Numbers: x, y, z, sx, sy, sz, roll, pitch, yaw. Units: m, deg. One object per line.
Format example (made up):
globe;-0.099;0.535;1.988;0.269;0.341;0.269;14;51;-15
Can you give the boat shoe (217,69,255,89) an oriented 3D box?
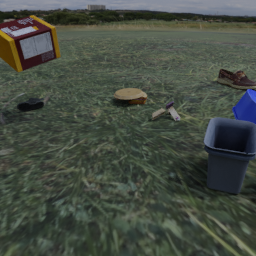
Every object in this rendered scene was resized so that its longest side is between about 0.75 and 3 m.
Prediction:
boat shoe;6.489;-2.967;16.603;0.968;0.966;2.683;-14;28;-28

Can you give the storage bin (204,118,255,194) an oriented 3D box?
storage bin;2.923;0.780;7.888;1.535;1.417;2.109;9;27;19

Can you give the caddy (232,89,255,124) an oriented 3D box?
caddy;4.961;-0.382;10.615;1.782;1.323;2.521;24;28;0

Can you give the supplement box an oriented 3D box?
supplement box;-3.901;-3.283;10.719;1.833;1.217;1.808;-30;49;-30

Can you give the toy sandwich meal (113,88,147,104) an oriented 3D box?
toy sandwich meal;0.106;-1.548;14.074;1.693;0.580;1.693;-3;24;1

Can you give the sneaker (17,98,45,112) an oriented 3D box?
sneaker;-4.608;-1.156;13.326;1.512;0.454;0.789;-13;27;-37

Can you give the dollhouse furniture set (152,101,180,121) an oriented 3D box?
dollhouse furniture set;1.643;-0.405;12.091;1.153;0.914;0.819;-28;73;-8
